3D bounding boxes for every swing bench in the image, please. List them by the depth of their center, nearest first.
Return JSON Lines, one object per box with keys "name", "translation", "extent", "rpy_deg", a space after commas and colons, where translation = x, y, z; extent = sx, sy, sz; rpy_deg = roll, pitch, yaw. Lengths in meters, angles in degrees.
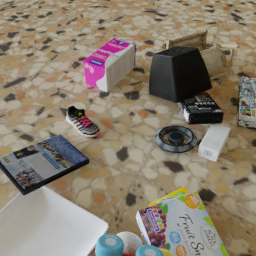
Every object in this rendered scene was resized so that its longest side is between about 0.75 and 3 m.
{"name": "swing bench", "translation": [3.472, -3.424, 13.448], "extent": [2.415, 1.575, 2.427], "rpy_deg": [-21, 42, -19]}

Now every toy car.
{"name": "toy car", "translation": [0.082, 3.196, 6.781], "extent": [1.731, 1.804, 1.957], "rpy_deg": [11, 16, 12]}

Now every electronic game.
{"name": "electronic game", "translation": [1.764, 0.386, 10.302], "extent": [1.549, 0.322, 1.549], "rpy_deg": [-3, 37, 2]}

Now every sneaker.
{"name": "sneaker", "translation": [-1.769, -0.301, 10.707], "extent": [1.748, 0.764, 0.645], "rpy_deg": [34, 53, 30]}

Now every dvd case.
{"name": "dvd case", "translation": [-2.761, 1.099, 9.240], "extent": [1.762, 0.217, 2.470], "rpy_deg": [35, 40, 30]}

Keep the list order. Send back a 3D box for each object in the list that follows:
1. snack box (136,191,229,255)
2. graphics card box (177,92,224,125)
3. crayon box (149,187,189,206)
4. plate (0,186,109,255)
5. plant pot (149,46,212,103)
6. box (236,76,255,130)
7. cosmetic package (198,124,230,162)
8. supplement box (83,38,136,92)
{"name": "snack box", "translation": [1.438, 3.022, 6.992], "extent": [1.744, 0.650, 2.453], "rpy_deg": [-14, 60, -15]}
{"name": "graphics card box", "translation": [2.792, -0.826, 11.089], "extent": [1.306, 0.529, 2.082], "rpy_deg": [-2, 27, -3]}
{"name": "crayon box", "translation": [1.424, 2.448, 8.133], "extent": [1.274, 0.371, 1.100], "rpy_deg": [-21, 48, -20]}
{"name": "plate", "translation": [-2.449, 3.082, 7.395], "extent": [2.897, 0.469, 2.904], "rpy_deg": [23, 48, 22]}
{"name": "plant pot", "translation": [2.067, -2.351, 11.696], "extent": [1.996, 1.775, 2.000], "rpy_deg": [-24, 29, -22]}
{"name": "box", "translation": [5.604, -0.978, 11.537], "extent": [1.992, 0.580, 2.910], "rpy_deg": [13, 46, 14]}
{"name": "cosmetic package", "translation": [3.105, 0.483, 10.078], "extent": [0.724, 0.527, 1.424], "rpy_deg": [23, 46, 23]}
{"name": "supplement box", "translation": [-0.806, -3.002, 13.140], "extent": [1.288, 1.316, 2.546], "rpy_deg": [23, 50, 20]}
